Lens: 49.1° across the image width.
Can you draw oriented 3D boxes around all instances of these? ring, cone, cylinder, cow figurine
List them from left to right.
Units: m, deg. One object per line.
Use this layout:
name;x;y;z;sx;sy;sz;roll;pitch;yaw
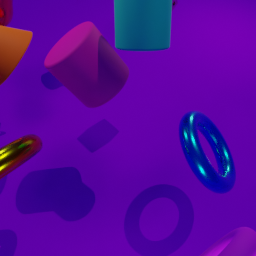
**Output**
cone;-2.707;-1.661;5.216;1.282;1.287;1.282;-31;42;33
ring;-2.135;0.664;4.476;1.725;1.725;0.345;-37;95;-23
cow figurine;-3.102;-2.666;6.684;0.886;1.615;1.589;-4;52;-29
cylinder;-0.762;-1.176;5.334;1.164;1.164;1.164;-27;38;23
cylinder;0.241;-1.775;4.577;0.918;0.918;0.918;0;22;0
ring;1.613;0.453;5.625;0.351;1.756;1.756;-30;46;33
ring;1.008;1.737;3.417;1.440;1.440;0.288;-32;67;-21

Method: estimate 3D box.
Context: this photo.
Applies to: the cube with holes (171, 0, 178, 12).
cube with holes;0.543;-2.825;6.159;0.709;0.709;0.709;35;87;27
